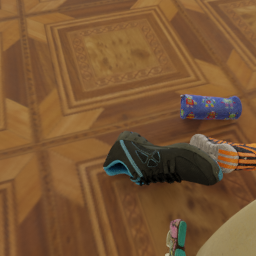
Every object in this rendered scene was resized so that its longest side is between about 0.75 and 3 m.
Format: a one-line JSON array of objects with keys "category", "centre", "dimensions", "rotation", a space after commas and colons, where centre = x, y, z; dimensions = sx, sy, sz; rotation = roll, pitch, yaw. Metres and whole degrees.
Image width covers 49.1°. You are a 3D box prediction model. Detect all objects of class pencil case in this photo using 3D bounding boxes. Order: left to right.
[{"category": "pencil case", "centre": [2.159, -0.561, 7.469], "dimensions": [1.614, 0.630, 0.701], "rotation": [1, 51, -3]}]

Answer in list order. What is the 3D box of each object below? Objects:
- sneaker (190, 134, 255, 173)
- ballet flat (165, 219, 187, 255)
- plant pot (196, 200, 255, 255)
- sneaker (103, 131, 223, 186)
[{"category": "sneaker", "centre": [2.193, 0.615, 6.239], "dimensions": [1.110, 1.982, 0.769], "rotation": [4, 98, -15]}, {"category": "ballet flat", "centre": [0.921, 2.349, 5.465], "dimensions": [0.385, 0.397, 1.115], "rotation": [33, 50, -31]}, {"category": "plant pot", "centre": [2.406, 1.956, 4.312], "dimensions": [2.179, 2.327, 2.179], "rotation": [8, 34, -5]}, {"category": "sneaker", "centre": [0.645, 0.866, 5.945], "dimensions": [2.625, 0.961, 1.075], "rotation": [10, 49, 38]}]
